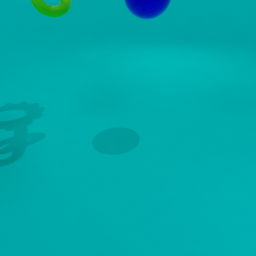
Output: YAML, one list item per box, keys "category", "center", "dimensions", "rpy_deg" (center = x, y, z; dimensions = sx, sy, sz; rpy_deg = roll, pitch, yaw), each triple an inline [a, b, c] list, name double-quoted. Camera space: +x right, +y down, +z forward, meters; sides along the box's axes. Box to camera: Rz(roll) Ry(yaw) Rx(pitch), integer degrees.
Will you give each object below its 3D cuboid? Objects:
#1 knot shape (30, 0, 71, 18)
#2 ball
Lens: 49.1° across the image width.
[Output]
- category: "knot shape"
  center: [-1.985, -3.602, 6.527]
  dimensions: [0.782, 1.585, 1.693]
  rpy_deg: [-13, 70, 7]
- category: "ball"
  center: [0.479, -3.271, 6.810]
  dimensions: [1.177, 1.177, 1.177]
  rpy_deg: [0, 30, 0]
